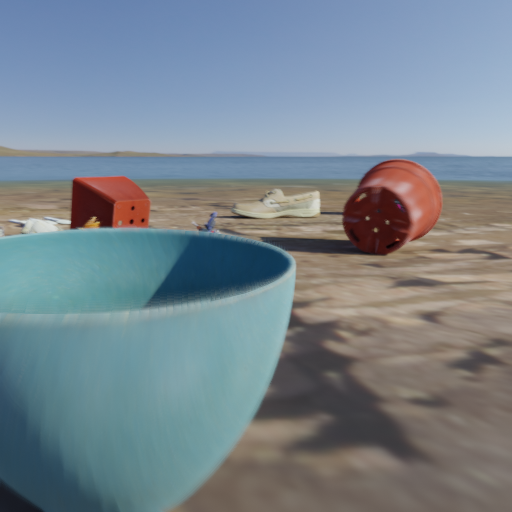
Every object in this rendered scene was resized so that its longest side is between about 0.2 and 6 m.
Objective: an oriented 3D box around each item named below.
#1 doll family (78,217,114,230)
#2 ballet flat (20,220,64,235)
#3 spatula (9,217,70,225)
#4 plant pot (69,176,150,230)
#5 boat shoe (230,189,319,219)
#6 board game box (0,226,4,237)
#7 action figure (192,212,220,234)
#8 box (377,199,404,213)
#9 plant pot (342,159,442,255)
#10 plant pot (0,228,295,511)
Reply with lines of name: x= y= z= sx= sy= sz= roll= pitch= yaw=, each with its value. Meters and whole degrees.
doll family: x=-2.107 y=-0.207 z=8.149 sx=1.058 sy=0.768 sz=1.705 roll=1 pitch=10 yaw=4
ballet flat: x=-3.377 y=-0.294 z=8.791 sx=0.548 sy=0.609 sz=1.617 roll=-47 pitch=29 yaw=-25
spatula: x=-5.367 y=-0.872 z=13.889 sx=1.256 sy=0.145 sz=1.806 roll=-9 pitch=14 yaw=-40
plant pot: x=-2.682 y=-0.782 z=10.631 sx=1.082 sy=1.226 sz=1.227 roll=22 pitch=21 yaw=36
boat shoe: x=0.517 y=-1.432 z=15.186 sx=2.430 sy=0.789 sz=0.876 roll=-1 pitch=10 yaw=-4
board game box: x=-4.473 y=-0.118 z=8.125 sx=0.983 sy=0.597 sz=1.233 roll=8 pitch=13 yaw=39
action figure: x=-0.897 y=-0.437 z=10.292 sx=0.715 sy=0.739 sz=0.386 roll=14 pitch=-19 yaw=35
box: x=3.953 y=-1.671 z=15.804 sx=1.592 sy=1.052 sz=0.913 roll=1 pitch=10 yaw=7
plant pot: x=2.282 y=-0.776 z=9.746 sx=1.590 sy=1.590 sz=1.547 roll=5 pitch=19 yaw=26
plant pot: x=-0.667 y=0.545 z=2.661 sx=1.661 sy=1.119 sz=1.661 roll=2 pitch=12 yaw=0
